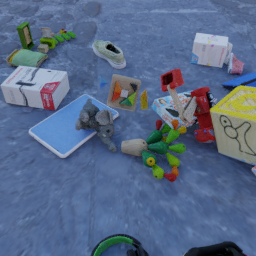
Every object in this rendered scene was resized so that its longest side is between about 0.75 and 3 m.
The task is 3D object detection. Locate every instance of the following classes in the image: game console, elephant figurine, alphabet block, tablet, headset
[{"bbox_3d":[4.931,-1.528,11.003,1.822,1.078,1.555,-22,78,-21],"label":"game console"},{"bbox_3d":[-0.844,-0.108,8.877,1.473,1.143,1.042,21,15,-3],"label":"elephant figurine"},{"bbox_3d":[3.496,-0.099,7.987,1.557,1.585,1.548,-37,34,-26],"label":"alphabet block"},{"bbox_3d":[-1.774,-0.176,9.486,1.735,0.182,2.666,31,50,25],"label":"tablet"},{"bbox_3d":[0.008,2.883,5.679,1.216,0.925,1.970,-33,41,-29],"label":"headset"}]

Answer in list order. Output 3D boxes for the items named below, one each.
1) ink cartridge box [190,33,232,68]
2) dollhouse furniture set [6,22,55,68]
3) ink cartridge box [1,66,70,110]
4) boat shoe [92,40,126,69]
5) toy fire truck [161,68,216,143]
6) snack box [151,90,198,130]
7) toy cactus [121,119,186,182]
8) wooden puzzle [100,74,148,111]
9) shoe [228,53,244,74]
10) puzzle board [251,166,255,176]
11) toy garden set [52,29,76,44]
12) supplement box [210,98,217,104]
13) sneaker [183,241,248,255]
[{"bbox_3d":[3.705,-3.441,12.433,1.617,1.039,1.012,12,44,11],"label":"ink cartridge box"},{"bbox_3d":[-4.444,-3.771,12.702,1.495,1.145,2.282,8,43,9],"label":"dollhouse furniture set"},{"bbox_3d":[-3.429,-1.531,10.507,2.010,0.841,1.450,8,43,9],"label":"ink cartridge box"},{"bbox_3d":[-0.842,-3.551,12.755,0.872,0.752,2.424,-26,49,-25],"label":"boat shoe"},{"bbox_3d":[1.944,-0.609,8.442,1.642,2.329,0.568,-12,-3,-39],"label":"toy fire truck"},{"bbox_3d":[1.897,-0.632,9.383,2.053,0.381,1.193,-17,54,-38],"label":"snack box"},{"bbox_3d":[0.724,0.553,8.232,1.898,1.176,2.300,1,50,16],"label":"toy cactus"},{"bbox_3d":[-0.100,-1.119,8.964,1.684,1.136,0.197,3,7,-16],"label":"wooden puzzle"},{"bbox_3d":[4.689,-2.794,12.178,0.586,0.460,1.288,10,49,11],"label":"shoe"},{"bbox_3d":[4.886,1.350,7.261,2.897,0.252,2.183,-23,70,-24],"label":"puzzle board"},{"bbox_3d":[-3.478,-4.658,14.347,1.281,0.256,1.068,-29,52,-27],"label":"toy garden set"},{"bbox_3d":[2.787,-1.041,10.400,0.883,0.269,0.480,29,51,27],"label":"supplement box"},{"bbox_3d":[2.250,2.897,5.438,2.793,1.222,1.030,6,43,6],"label":"sneaker"}]
